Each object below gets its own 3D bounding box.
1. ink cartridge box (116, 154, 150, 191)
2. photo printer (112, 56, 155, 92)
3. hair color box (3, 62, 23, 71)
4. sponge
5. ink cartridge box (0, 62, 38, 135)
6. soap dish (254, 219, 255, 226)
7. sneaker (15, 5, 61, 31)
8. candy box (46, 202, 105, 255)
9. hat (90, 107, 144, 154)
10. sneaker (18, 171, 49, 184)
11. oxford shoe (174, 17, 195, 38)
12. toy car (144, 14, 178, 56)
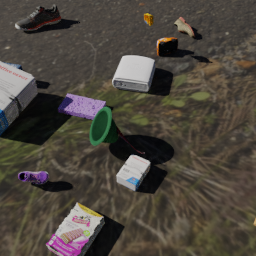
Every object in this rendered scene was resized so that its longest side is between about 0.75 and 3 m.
[{"bbox_3d":[0.173,1.291,8.199,0.653,0.377,0.895,23,52,21],"label":"ink cartridge box"},{"bbox_3d":[0.303,-2.270,11.321,1.499,0.626,1.802,10,49,9],"label":"photo printer"},{"bbox_3d":[-4.913,-2.205,11.188,1.474,0.737,0.446,12,48,12],"label":"hair color box"},{"bbox_3d":[-1.672,-0.771,10.206,1.562,0.233,0.872,13,48,12],"label":"sponge"},{"bbox_3d":[-4.464,-1.064,9.664,1.635,0.944,2.240,25,55,8],"label":"ink cartridge box"},{"bbox_3d":[4.134,2.332,7.093,1.475,0.599,1.161,27,53,24],"label":"soap dish"},{"bbox_3d":[-4.630,-5.725,14.270,2.404,0.984,0.926,-28,53,-24],"label":"sneaker"},{"bbox_3d":[-1.274,2.614,6.977,0.863,0.386,1.266,22,50,20],"label":"candy box"},{"bbox_3d":[-0.370,0.200,8.774,1.274,1.199,1.448,22,51,-31],"label":"hat"},{"bbox_3d":[-2.677,1.375,7.842,0.899,0.397,0.362,-1,74,11],"label":"sneaker"},{"bbox_3d":[2.826,-4.895,13.960,0.554,0.521,1.480,-35,55,11],"label":"oxford shoe"},{"bbox_3d":[1.450,-4.209,12.248,1.099,2.241,0.746,-32,44,-4],"label":"toy car"}]
